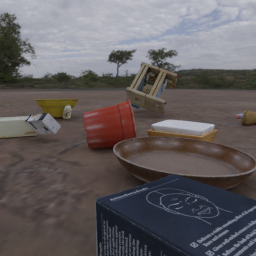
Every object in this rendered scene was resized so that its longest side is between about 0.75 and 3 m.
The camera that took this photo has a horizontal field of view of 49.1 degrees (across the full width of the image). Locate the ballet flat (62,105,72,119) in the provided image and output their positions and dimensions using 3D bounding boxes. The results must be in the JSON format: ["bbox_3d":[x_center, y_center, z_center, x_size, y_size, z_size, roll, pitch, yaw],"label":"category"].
[{"bbox_3d":[-2.816,-0.645,13.034,0.422,0.356,1.115,-32,-14,-26],"label":"ballet flat"}]

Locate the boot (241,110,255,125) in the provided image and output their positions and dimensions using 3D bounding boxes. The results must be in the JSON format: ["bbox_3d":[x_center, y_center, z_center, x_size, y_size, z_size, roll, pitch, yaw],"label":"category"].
[{"bbox_3d":[5.765,-0.381,11.497,1.817,0.601,1.591,9,13,36],"label":"boot"}]

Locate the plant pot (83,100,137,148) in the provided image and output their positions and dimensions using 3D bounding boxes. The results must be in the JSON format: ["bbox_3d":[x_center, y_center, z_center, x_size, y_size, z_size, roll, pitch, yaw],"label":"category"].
[{"bbox_3d":[-0.526,-0.032,7.860,1.327,1.365,1.365,-9,11,-5],"label":"plant pot"}]

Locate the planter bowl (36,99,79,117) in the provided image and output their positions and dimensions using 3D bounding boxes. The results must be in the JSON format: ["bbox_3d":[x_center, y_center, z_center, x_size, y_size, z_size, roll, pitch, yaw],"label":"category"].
[{"bbox_3d":[-3.466,-0.973,13.766,2.112,0.880,2.112,0,5,0],"label":"planter bowl"}]

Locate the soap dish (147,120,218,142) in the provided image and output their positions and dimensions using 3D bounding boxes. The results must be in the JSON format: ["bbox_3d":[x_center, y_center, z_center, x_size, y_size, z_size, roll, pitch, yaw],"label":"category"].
[{"bbox_3d":[1.557,0.207,7.997,1.636,0.664,1.287,7,12,34],"label":"soap dish"}]

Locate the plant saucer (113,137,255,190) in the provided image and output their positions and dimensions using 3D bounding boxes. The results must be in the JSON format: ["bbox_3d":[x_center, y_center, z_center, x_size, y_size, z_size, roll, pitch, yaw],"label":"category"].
[{"bbox_3d":[1.089,0.674,5.695,2.801,0.449,2.801,4,9,-1],"label":"plant saucer"}]

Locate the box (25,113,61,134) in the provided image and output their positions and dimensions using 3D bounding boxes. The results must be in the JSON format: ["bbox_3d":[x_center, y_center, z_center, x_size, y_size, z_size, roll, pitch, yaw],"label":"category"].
[{"bbox_3d":[-2.673,-0.120,8.766,1.085,0.633,0.326,0,49,43],"label":"box"}]

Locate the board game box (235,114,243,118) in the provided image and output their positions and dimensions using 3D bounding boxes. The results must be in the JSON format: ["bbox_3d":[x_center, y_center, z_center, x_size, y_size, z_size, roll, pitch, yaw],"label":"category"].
[{"bbox_3d":[6.088,-0.518,13.441,0.834,0.158,1.621,-8,13,-44],"label":"board game box"}]

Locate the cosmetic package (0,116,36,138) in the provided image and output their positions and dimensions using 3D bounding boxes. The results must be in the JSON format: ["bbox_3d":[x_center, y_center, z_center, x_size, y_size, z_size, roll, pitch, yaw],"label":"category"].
[{"bbox_3d":[-3.994,-0.032,9.499,1.674,0.595,0.880,-3,11,-18],"label":"cosmetic package"}]

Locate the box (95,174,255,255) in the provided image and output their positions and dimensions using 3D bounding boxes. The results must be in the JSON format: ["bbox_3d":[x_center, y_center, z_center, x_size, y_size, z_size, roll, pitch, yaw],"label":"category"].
[{"bbox_3d":[0.619,1.103,2.490,1.173,0.846,1.580,-8,13,-39],"label":"box"}]

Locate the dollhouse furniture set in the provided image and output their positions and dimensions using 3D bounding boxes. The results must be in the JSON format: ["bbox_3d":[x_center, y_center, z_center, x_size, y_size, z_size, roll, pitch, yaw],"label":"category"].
[{"bbox_3d":[1.220,-1.572,15.238,2.070,2.082,2.954,22,-29,10],"label":"dollhouse furniture set"}]
